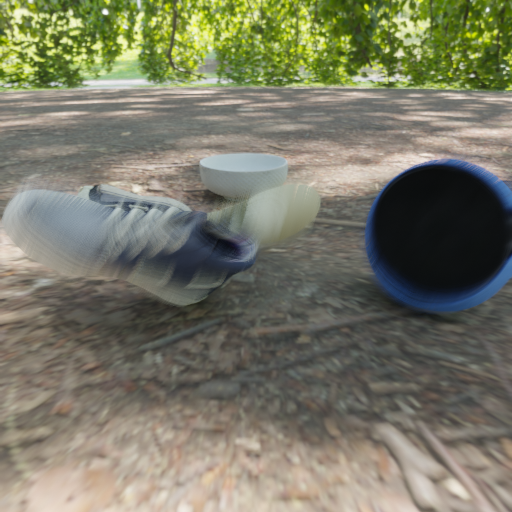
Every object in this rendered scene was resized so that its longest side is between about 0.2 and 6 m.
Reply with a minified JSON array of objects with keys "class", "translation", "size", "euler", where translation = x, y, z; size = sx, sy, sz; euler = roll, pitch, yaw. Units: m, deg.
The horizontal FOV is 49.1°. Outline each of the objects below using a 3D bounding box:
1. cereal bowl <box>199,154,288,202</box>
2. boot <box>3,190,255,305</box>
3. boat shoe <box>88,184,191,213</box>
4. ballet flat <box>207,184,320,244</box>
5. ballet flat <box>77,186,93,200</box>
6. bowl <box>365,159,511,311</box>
[{"class":"cereal bowl","translation":[-0.281,-1.733,12.620],"size":[2.010,0.837,2.010],"euler":[0,20,0]},{"class":"boot","translation":[-1.357,-0.278,6.578],"size":[2.769,1.007,1.251],"euler":[21,-40,-39]},{"class":"boat shoe","translation":[-2.068,-0.599,10.053],"size":[1.932,0.721,0.896],"euler":[10,57,-26]},{"class":"ballet flat","translation":[-0.151,-0.424,7.647],"size":[2.087,0.725,0.725],"euler":[-18,13,25]},{"class":"ballet flat","translation":[-3.206,-0.988,10.810],"size":[0.763,0.721,2.264],"euler":[-3,21,-8]},{"class":"bowl","translation":[2.348,-0.286,7.165],"size":[1.985,1.985,0.390],"euler":[11,-4,26]}]
